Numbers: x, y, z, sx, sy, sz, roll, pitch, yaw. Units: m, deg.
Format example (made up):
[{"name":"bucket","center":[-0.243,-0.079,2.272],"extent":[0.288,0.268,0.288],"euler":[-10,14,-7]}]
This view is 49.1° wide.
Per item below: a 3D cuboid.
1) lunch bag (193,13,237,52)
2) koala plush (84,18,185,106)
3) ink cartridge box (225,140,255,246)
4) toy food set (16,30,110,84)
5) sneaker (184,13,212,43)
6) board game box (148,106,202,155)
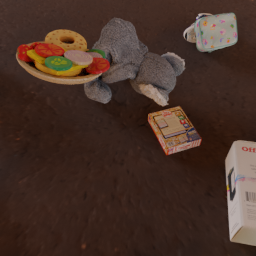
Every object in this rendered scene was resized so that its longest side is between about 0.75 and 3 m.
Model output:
[{"name":"lunch bag","center":[3.396,-3.695,10.938],"extent":[1.666,1.336,0.642],"euler":[-14,15,-10]},{"name":"koala plush","center":[0.337,-1.853,8.835],"extent":[2.708,2.489,2.402],"euler":[28,54,7]},{"name":"ink cartridge box","center":[3.294,1.539,6.624],"extent":[1.654,0.940,2.270],"euler":[8,50,7]},{"name":"toy food set","center":[-1.123,-1.266,4.967],"extent":[1.571,0.386,1.587],"euler":[34,39,23]},{"name":"sneaker","center":[3.006,-4.282,11.843],"extent":[1.870,0.753,1.369],"euler":[-16,42,-8]},{"name":"board game box","center":[1.354,0.033,8.323],"extent":[1.076,0.329,1.420],"euler":[-14,51,-12]}]
